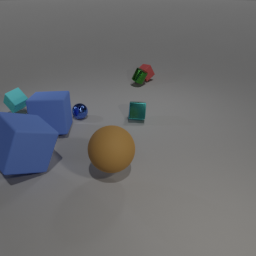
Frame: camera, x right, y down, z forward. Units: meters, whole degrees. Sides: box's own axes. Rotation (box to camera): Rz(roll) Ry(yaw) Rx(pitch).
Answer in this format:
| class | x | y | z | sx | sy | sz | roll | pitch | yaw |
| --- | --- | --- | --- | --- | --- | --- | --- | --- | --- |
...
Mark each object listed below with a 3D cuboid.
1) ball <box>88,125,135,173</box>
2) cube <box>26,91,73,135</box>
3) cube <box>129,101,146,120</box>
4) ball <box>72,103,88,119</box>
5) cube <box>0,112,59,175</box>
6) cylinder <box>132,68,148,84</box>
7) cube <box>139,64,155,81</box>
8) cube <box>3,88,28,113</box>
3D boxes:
| class | x | y | z | sx | sy | sz | roll | pitch | yaw |
| --- | --- | --- | --- | --- | --- | --- | --- | --- | --- |
| ball | -0.485 | 0.621 | 8.260 | 1.400 | 1.400 | 1.400 | 0 | 28 | 0 |
| cube | -3.041 | -0.612 | 11.042 | 1.400 | 1.400 | 1.400 | -2 | 21 | -2 |
| cube | 0.413 | -0.765 | 12.057 | 0.700 | 0.700 | 0.700 | 4 | 10 | 3 |
| ball | -2.104 | -0.733 | 12.247 | 0.700 | 0.700 | 0.700 | 0 | 28 | 0 |
| cube | -3.233 | 0.449 | 8.577 | 1.400 | 1.400 | 1.400 | 32 | 18 | 38 |
| cylinder | 0.662 | -2.938 | 15.798 | 0.700 | 0.700 | 0.700 | 24 | 23 | -11 |
| cube | 1.022 | -3.296 | 16.641 | 0.700 | 0.700 | 0.700 | -44 | 37 | -16 |
| cube | -4.950 | -1.215 | 12.346 | 0.700 | 0.700 | 0.700 | 48 | 51 | 3 |
